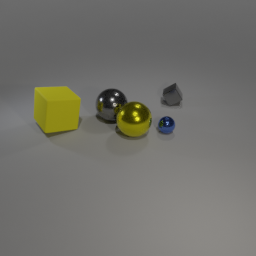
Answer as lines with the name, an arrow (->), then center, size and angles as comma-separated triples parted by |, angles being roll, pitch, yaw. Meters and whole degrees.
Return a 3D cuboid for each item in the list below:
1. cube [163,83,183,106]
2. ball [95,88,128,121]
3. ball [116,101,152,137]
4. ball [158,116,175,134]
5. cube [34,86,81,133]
cube -> 2.134, -1.595, 13.372 | 0.700, 0.700, 0.700 | -26, 24, 25
ball -> -0.691, -0.994, 11.987 | 1.400, 1.400, 1.400 | 0, 32, 0
ball -> 0.242, -0.346, 10.964 | 1.400, 1.400, 1.400 | 0, 32, 0
ball -> 1.556, -0.128, 11.298 | 0.700, 0.700, 0.700 | 0, 32, 0
cube -> -2.902, -0.784, 11.379 | 1.400, 1.400, 1.400 | -8, 32, -35
